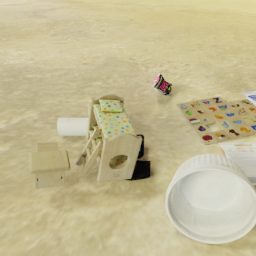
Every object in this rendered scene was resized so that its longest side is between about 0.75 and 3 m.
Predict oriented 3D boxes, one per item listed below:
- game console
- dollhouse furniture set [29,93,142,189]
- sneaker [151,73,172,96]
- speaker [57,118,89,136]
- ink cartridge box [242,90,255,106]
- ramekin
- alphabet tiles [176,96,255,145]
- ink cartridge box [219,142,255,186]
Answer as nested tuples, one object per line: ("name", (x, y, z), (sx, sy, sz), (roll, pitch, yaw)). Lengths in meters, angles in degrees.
("game console", (0.127, 0.726, 7.326), (0.927, 0.189, 1.571), (1, 41, 4))
("dollhouse furniture set", (-1.188, -0.104, 6.610), (2.236, 1.406, 2.528), (-3, 41, -20))
("sneaker", (1.286, -1.545, 10.196), (0.662, 0.559, 1.515), (29, 1, 13))
("speaker", (-1.389, -0.038, 8.258), (1.349, 0.548, 0.548), (0, 33, -4))
("ink cartridge box", (5.052, -0.927, 9.925), (1.470, 0.350, 1.487), (-9, 30, -14))
("ramekin", (1.589, 1.286, 5.438), (1.663, 1.663, 0.873), (7, 24, 11))
("alphabet tiles", (3.126, -0.384, 9.070), (2.532, 0.096, 2.116), (-10, 40, -12))
("ink cartridge box", (3.195, 0.878, 7.197), (1.317, 0.410, 1.637), (-1, 22, -2))
